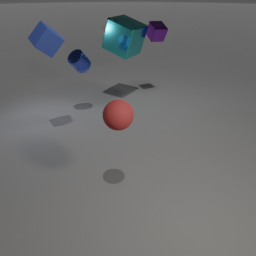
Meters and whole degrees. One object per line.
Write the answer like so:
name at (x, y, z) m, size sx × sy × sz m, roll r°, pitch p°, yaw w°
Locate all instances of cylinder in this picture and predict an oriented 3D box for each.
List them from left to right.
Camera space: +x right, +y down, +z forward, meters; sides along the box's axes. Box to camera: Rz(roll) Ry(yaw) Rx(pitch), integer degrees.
cylinder at (-1.969, -2.701, 11.358) m, size 0.700 × 0.700 × 0.700 m, roll -11°, pitch 62°, yaw 22°

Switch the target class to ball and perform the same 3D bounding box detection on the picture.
ball at (-0.220, -0.290, 6.287) m, size 0.700 × 0.700 × 0.700 m, roll 0°, pitch 28°, yaw 0°

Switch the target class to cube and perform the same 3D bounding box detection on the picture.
cube at (-2.572, -2.789, 8.813) m, size 0.700 × 0.700 × 0.700 m, roll 27°, pitch 17°, yaw -50°
cube at (-0.148, -4.179, 12.807) m, size 1.400 × 1.400 × 1.400 m, roll 31°, pitch 38°, yaw 17°
cube at (1.359, -4.581, 13.287) m, size 0.700 × 0.700 × 0.700 m, roll -11°, pitch 56°, yaw -25°
